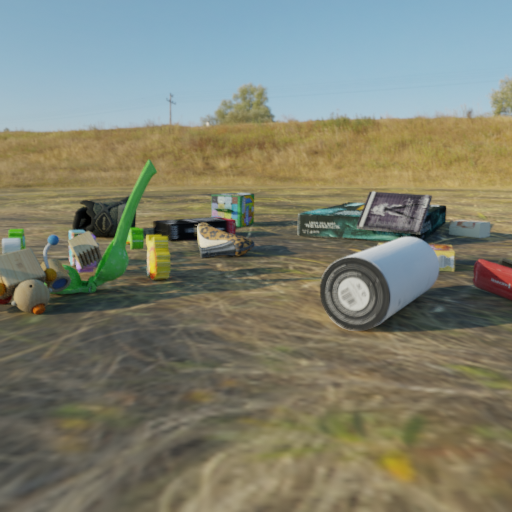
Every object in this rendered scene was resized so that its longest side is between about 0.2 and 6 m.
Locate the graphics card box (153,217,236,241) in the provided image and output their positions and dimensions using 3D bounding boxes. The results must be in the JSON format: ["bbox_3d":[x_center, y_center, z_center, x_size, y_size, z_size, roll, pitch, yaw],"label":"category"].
[{"bbox_3d":[-1.584,-0.707,14.337,1.829,0.465,1.147,-5,10,-31],"label":"graphics card box"}]

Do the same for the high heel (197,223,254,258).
[{"bbox_3d":[-0.665,-0.371,11.746,1.108,0.555,1.554,-8,26,-7],"label":"high heel"}]

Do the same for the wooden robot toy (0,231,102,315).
[{"bbox_3d":[-2.861,0.420,7.194,2.023,0.891,0.918,-19,57,-36],"label":"wooden robot toy"}]

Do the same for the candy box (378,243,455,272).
[{"bbox_3d":[2.872,0.015,10.165,1.350,0.381,0.788,1,10,15],"label":"candy box"}]

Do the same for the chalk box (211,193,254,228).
[{"bbox_3d":[-0.767,-1.387,17.048,0.984,0.977,1.576,5,11,20],"label":"chalk box"}]

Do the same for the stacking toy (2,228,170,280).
[{"bbox_3d":[-3.034,-0.049,9.780,2.439,0.760,3.234,-2,7,-22],"label":"stacking toy"}]

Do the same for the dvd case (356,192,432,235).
[{"bbox_3d":[3.259,-1.032,13.246,1.525,1.134,0.122,8,-33,30],"label":"dvd case"}]

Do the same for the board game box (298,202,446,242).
[{"bbox_3d":[3.431,-1.023,15.751,3.129,0.651,4.626,4,10,26],"label":"board game box"}]

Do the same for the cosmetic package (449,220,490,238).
[{"bbox_3d":[5.564,-0.714,14.617,0.474,0.400,0.917,-7,11,-36],"label":"cosmetic package"}]

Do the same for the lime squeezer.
[{"bbox_3d":[-2.634,0.061,7.947,3.410,1.204,0.643,-31,38,-1],"label":"lime squeezer"}]

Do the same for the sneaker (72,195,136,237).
[{"bbox_3d":[-3.976,-1.103,14.994,1.562,1.042,2.727,5,14,-7],"label":"sneaker"}]

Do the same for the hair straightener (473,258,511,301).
[{"bbox_3d":[4.010,0.432,7.129,0.952,0.506,2.475,-4,10,-24],"label":"hair straightener"}]

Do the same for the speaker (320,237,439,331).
[{"bbox_3d":[1.619,0.286,6.996,0.857,0.857,2.111,6,11,32],"label":"speaker"}]
